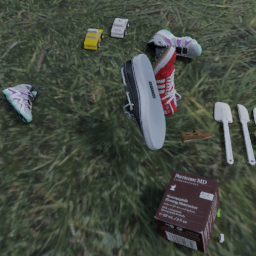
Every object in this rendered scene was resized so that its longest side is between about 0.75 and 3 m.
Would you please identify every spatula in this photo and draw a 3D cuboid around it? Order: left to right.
[{"bbox_3d":[4.071,0.197,9.784,1.957,0.226,2.814,9,53,0],"label":"spatula"}]

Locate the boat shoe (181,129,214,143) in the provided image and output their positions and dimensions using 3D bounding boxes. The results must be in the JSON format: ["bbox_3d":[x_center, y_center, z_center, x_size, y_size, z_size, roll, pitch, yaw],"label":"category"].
[{"bbox_3d":[2.150,0.214,8.708,1.032,0.371,0.351,-11,88,-6],"label":"boat shoe"}]

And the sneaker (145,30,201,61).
[{"bbox_3d":[1.821,-3.337,12.182,2.378,0.924,1.663,29,58,32],"label":"sneaker"}]

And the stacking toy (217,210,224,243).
[{"bbox_3d":[2.219,2.662,7.778,0.743,0.232,0.986,5,51,4],"label":"stacking toy"}]

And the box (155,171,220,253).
[{"bbox_3d":[1.605,2.169,7.362,1.238,1.225,1.492,9,50,28],"label":"box"}]

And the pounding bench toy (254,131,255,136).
[{"bbox_3d":[5.433,0.070,9.315,1.465,1.878,1.167,24,46,-26],"label":"pounding bench toy"}]

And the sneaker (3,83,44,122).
[{"bbox_3d":[-3.688,-1.111,10.438,1.336,0.742,1.910,-32,59,-22],"label":"sneaker"}]

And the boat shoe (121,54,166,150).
[{"bbox_3d":[0.315,-0.665,7.731,0.904,0.978,2.648,-16,84,34],"label":"boat shoe"}]

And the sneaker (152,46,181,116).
[{"bbox_3d":[1.316,-1.412,9.362,1.517,2.697,0.961,34,56,0],"label":"sneaker"}]

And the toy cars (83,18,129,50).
[{"bbox_3d":[-1.003,-4.652,13.309,2.922,0.647,1.310,-32,59,-23],"label":"toy cars"}]
